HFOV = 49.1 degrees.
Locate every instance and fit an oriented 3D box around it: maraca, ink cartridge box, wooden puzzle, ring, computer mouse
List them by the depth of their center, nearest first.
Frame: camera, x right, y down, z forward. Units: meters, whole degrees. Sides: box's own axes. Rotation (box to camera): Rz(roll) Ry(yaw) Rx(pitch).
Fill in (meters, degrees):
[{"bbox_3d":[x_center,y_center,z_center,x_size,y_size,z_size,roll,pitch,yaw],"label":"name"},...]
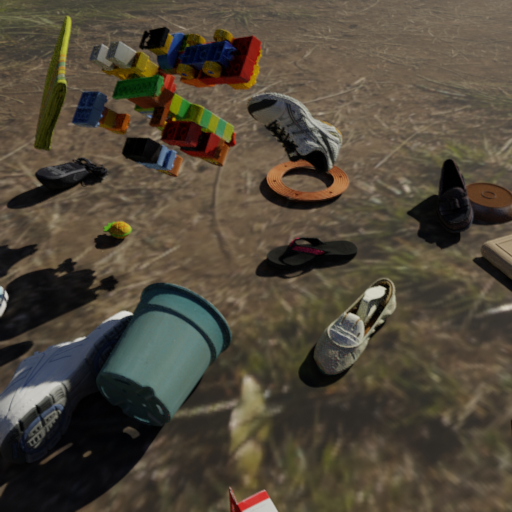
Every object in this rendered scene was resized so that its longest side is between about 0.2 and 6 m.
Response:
[{"bbox_3d":[0.106,3.345,6.664,0.408,0.704,1.212,-18,40,-22],"label":"ink cartridge box"},{"bbox_3d":[5.921,0.110,11.295,2.032,0.378,1.880,-19,41,-16],"label":"wooden puzzle"},{"bbox_3d":[-3.016,-0.576,12.169,0.641,0.343,0.439,16,39,21],"label":"maraca"},{"bbox_3d":[1.284,-1.864,14.016,2.039,0.196,2.039,-1,37,1],"label":"ring"},{"bbox_3d":[-4.689,-1.990,14.032,1.184,0.451,1.709,28,34,32],"label":"computer mouse"}]

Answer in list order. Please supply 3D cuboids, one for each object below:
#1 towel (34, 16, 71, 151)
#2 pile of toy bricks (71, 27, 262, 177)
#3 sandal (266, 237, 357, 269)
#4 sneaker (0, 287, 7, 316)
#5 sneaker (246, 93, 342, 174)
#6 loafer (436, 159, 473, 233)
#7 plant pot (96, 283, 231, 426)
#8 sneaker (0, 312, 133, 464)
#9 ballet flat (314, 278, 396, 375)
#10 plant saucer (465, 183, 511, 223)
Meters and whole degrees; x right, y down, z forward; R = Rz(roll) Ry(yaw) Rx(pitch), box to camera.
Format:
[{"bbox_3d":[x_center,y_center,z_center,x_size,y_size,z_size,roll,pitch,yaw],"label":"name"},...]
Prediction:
[{"bbox_3d":[-3.052,-2.712,8.600,0.234,1.117,2.595,17,35,-28],"label":"towel"},{"bbox_3d":[-1.441,-2.776,11.049,4.798,2.662,2.369,15,-5,44],"label":"pile of toy bricks"},{"bbox_3d":[1.143,-0.163,11.536,1.953,0.440,0.733,-8,38,-11],"label":"sandal"},{"bbox_3d":[-5.106,1.009,9.688,0.719,0.797,1.944,13,39,14],"label":"sneaker"},{"bbox_3d":[0.640,-2.019,9.362,1.860,0.704,0.816,23,71,-22],"label":"sneaker"},{"bbox_3d":[4.456,-1.409,12.793,0.777,0.681,2.162,-11,38,22],"label":"loafer"},{"bbox_3d":[-1.443,1.542,8.455,1.649,1.649,1.615,14,47,18],"label":"plant pot"},{"bbox_3d":[-2.953,1.731,8.579,1.257,1.076,2.887,17,40,29],"label":"sneaker"},{"bbox_3d":[1.704,1.109,9.630,0.766,0.708,2.271,23,43,27],"label":"ballet flat"},{"bbox_3d":[5.455,-1.332,13.222,1.621,0.296,1.621,0,36,0],"label":"plant saucer"}]
